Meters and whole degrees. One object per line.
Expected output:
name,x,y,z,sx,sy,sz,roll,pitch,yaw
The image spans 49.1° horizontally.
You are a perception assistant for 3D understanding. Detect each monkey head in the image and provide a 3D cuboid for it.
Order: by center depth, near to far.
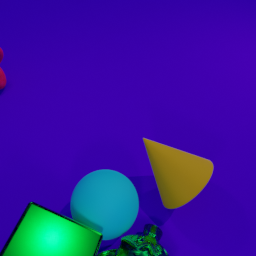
monkey head,0.277,2.399,5.189,1.599,0.964,1.151,23,16,10

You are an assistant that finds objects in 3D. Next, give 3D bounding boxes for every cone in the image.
cone,0.787,0.696,5.859,1.377,1.372,1.372,46,57,-8

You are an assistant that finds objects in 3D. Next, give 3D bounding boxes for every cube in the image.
cube,-1.399,2.259,4.656,1.334,1.334,1.334,27,53,-6

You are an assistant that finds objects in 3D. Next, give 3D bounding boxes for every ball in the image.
ball,-0.457,1.495,5.529,1.333,1.333,1.333,0,50,0

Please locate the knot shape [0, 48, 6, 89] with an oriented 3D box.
knot shape,-4.238,-1.961,7.895,1.936,1.812,0.895,34,66,-21
